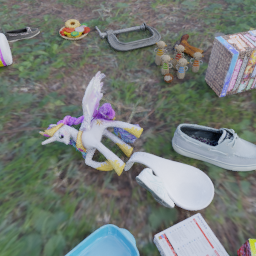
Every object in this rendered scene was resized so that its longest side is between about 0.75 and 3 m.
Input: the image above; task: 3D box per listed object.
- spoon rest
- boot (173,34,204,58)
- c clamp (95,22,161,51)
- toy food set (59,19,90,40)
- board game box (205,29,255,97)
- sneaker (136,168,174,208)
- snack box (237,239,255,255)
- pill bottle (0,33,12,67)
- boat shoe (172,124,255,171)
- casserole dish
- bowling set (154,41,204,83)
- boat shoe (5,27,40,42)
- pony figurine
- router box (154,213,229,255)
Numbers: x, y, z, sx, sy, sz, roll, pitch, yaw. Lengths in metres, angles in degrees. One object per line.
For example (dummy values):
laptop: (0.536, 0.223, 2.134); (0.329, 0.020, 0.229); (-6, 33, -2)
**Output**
spoon rest: (1.013, 1.247, 7.144); (2.379, 0.721, 1.182); (23, 53, 20)
boot: (2.583, -3.362, 11.456); (1.139, 0.390, 1.072); (29, 54, 22)
c clamp: (0.033, -4.087, 12.120); (2.587, 0.350, 2.210); (-12, 50, -10)
toy food set: (-2.357, -4.305, 12.330); (1.306, 0.321, 1.320); (22, 51, 18)
board game box: (3.988, -2.243, 9.541); (2.195, 1.750, 1.063); (-14, 49, -13)
sneaker: (0.723, 1.410, 6.577); (1.145, 0.403, 0.459); (46, 63, -7)
snack box: (3.346, 3.539, 4.986); (2.231, 0.895, 2.646); (5, 50, 3)
pill bottle: (-5.606, -2.738, 10.364); (2.268, 1.182, 1.182); (-13, 50, -12)
boat shoe: (2.523, 0.462, 7.693); (2.588, 0.922, 0.903); (12, 49, 10)
casserole dish: (-0.655, 2.936, 5.872); (1.951, 0.379, 1.182); (-34, 56, -27)
bowling set: (1.737, -2.320, 10.118); (1.851, 0.994, 1.288); (12, 49, 11)
boat shoe: (-4.562, -4.123, 12.102); (1.469, 0.419, 0.491); (-26, 53, -21)
pony figurine: (-0.892, -0.042, 7.772); (2.418, 2.014, 2.335); (27, 61, 3)
router box: (1.415, 2.728, 6.077); (1.218, 0.332, 1.357); (-20, 51, -17)
